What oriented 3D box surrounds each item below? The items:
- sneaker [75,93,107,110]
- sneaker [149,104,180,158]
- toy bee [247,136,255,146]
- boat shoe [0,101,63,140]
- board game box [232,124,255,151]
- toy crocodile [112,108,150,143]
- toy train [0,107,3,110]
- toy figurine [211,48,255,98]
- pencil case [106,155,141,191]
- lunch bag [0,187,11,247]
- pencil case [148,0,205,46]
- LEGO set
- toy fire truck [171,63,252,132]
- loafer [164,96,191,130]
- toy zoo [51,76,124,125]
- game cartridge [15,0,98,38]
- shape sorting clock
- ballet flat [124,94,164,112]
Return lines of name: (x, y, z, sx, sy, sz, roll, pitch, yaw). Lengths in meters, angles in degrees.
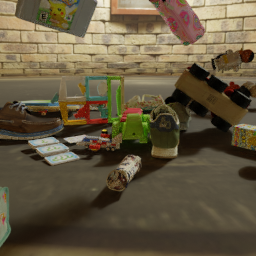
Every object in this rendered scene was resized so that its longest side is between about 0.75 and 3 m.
sneaker: (-1.820, -1.263, 13.167, 1.657, 0.762, 0.627, 3, 14, 12)
sneaker: (0.978, -0.097, 7.353, 0.835, 1.118, 2.491, 1, 13, 6)
toy bee: (3.694, 0.258, 6.009, 1.745, 1.449, 2.666, 24, 49, 38)
boat shoe: (-3.364, -0.247, 8.183, 2.855, 1.033, 1.031, -2, 13, -9)
board game box: (3.275, 0.253, 7.181, 0.533, 0.524, 1.017, -11, 17, -40)
toy crocodile: (0.135, -0.175, 8.176, 0.992, 0.907, 2.939, 1, 13, 6)
toy train: (-5.213, -0.365, 9.241, 2.198, 0.937, 1.253, -13, 6, -38)
toy figurine: (5.703, -2.721, 14.620, 2.020, 2.859, 2.904, -14, 8, 14)
pencil case: (-0.039, 0.790, 5.110, 0.436, 0.379, 0.974, -37, -1, 21)
lunch bag: (-1.950, 1.121, 2.965, 1.068, 0.764, 1.254, -1, 8, -7)
pencil case: (1.176, -2.730, 6.712, 0.738, 0.738, 1.687, 15, -17, 47)
LEGO set: (-1.220, 0.289, 7.137, 2.170, 0.533, 1.621, -9, 20, -35)
toy fire truck: (2.716, -1.038, 9.717, 2.312, 1.690, 2.627, 34, 22, 4)
loafer: (1.810, -0.678, 10.104, 1.080, 1.000, 2.871, 1, 13, 6)
toy zoo: (-1.401, -0.982, 9.919, 2.584, 1.695, 0.264, -4, 14, -14)
game cartridge: (-2.230, -3.913, 8.922, 2.354, 1.570, 0.476, 8, 40, -28)
shape sorting clock: (-3.532, -0.832, 11.680, 2.927, 0.574, 2.927, -1, 9, 0)
ballet flat: (0.619, -1.121, 12.572, 2.316, 0.740, 0.876, -8, 2, -31)
